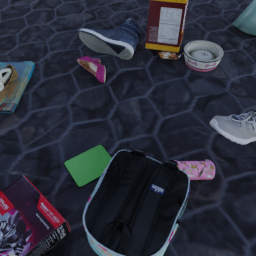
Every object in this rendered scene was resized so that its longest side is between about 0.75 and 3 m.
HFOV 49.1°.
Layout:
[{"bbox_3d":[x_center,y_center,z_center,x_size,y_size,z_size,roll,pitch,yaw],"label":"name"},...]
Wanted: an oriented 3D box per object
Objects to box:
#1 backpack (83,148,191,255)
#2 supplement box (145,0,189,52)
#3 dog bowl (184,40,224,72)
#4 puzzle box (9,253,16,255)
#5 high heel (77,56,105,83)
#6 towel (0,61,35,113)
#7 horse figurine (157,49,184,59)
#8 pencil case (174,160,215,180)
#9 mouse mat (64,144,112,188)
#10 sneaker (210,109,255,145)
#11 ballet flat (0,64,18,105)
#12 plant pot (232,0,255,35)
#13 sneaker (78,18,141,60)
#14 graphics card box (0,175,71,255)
[{"bbox_3d":[0.130,1.768,5.892,1.928,1.635,2.172,20,48,13],"label":"backpack"},{"bbox_3d":[1.596,-4.358,11.117,1.334,2.008,1.981,11,36,10],"label":"supplement box"},{"bbox_3d":[2.882,-2.773,10.869,1.509,0.557,1.509,0,46,0],"label":"dog bowl"},{"bbox_3d":[-1.886,3.700,4.538,1.756,0.336,2.639,24,58,5],"label":"puzzle box"},{"bbox_3d":[-1.329,-2.145,10.193,0.856,0.601,1.784,-3,41,-16],"label":"high heel"},{"bbox_3d":[-4.553,-1.536,9.906,1.943,0.287,2.649,2,47,3],"label":"towel"},{"bbox_3d":[1.643,-2.964,11.163,1.239,0.309,0.821,21,47,29],"label":"horse figurine"},{"bbox_3d":[1.642,1.087,7.309,1.172,0.485,0.507,-1,63,2],"label":"pencil case"},{"bbox_3d":[-1.026,1.008,7.710,1.249,0.047,1.005,-27,52,-21],"label":"mouse mat"},{"bbox_3d":[3.390,-0.213,7.651,2.587,1.061,0.967,2,29,-23],"label":"sneaker"},{"bbox_3d":[-4.214,-1.509,9.352,0.615,0.656,1.814,8,47,5],"label":"ballet flat"},{"bbox_3d":[5.881,-4.889,11.895,1.570,2.344,2.344,41,55,1],"label":"plant pot"},{"bbox_3d":[-0.652,-3.867,11.517,2.425,0.922,1.752,21,61,6],"label":"sneaker"},{"bbox_3d":[-2.825,2.445,5.930,1.711,0.694,2.727,36,58,28],"label":"graphics card box"}]
